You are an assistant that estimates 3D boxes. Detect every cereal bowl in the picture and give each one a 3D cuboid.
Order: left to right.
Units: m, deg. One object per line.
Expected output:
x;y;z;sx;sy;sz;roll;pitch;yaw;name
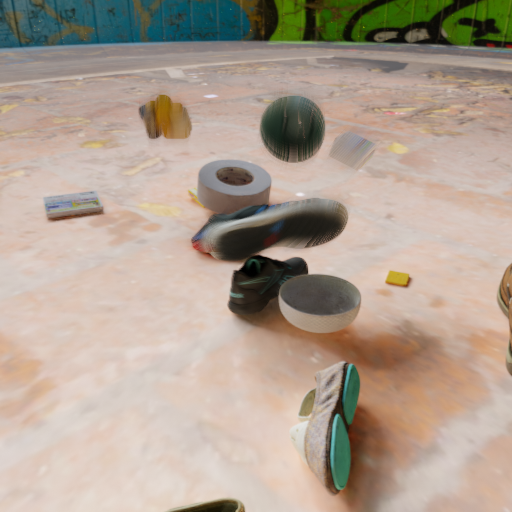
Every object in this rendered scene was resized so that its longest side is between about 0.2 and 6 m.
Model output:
1.028;0.840;9.131;1.350;0.562;1.350;0;27;0;cereal bowl

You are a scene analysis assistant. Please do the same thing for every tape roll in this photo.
-0.542;-1.696;13.728;1.809;0.598;1.809;4;36;-3;tape roll

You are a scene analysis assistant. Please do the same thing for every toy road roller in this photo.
-2.218;-3.568;14.116;1.361;0.837;0.994;6;51;18;toy road roller

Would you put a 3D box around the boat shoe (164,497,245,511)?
-1.124;2.756;5.231;2.121;0.667;0.774;-6;27;-11;boat shoe

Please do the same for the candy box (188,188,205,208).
-0.795;-1.635;14.359;1.701;0.225;0.869;-16;37;-28;candy box

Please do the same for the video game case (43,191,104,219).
-4.508;-1.273;13.763;1.328;0.147;1.209;-10;28;-20;video game case

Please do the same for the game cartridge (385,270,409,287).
2.644;0.428;10.502;0.390;0.072;0.442;11;31;20;game cartridge

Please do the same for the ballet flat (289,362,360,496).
0.809;2.064;6.773;0.711;0.720;2.114;-13;17;21;ballet flat

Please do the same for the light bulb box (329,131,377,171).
1.915;-2.082;11.072;0.664;0.415;0.658;31;38;19;light bulb box

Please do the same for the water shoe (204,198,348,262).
0.325;-0.643;9.752;2.512;0.898;0.991;-11;36;-9;water shoe

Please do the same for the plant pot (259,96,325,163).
0.833;-2.716;11.690;1.349;1.349;0.904;7;26;13;plant pot

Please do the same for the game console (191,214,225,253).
-0.616;-0.440;11.806;1.172;0.206;1.325;12;38;20;game console

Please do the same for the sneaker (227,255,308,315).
0.273;0.333;9.833;0.752;0.791;1.995;10;26;37;sneaker

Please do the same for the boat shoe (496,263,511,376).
4.544;0.681;8.824;1.179;1.114;3.277;8;28;15;boat shoe
